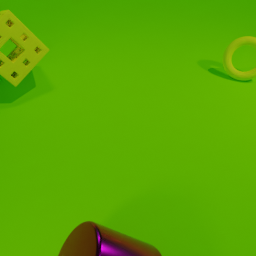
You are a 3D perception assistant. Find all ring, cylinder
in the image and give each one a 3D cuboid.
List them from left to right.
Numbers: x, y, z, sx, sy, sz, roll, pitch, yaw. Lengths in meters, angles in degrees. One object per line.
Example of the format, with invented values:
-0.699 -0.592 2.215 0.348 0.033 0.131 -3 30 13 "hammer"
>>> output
-0.278 2.115 3.999 1.214 1.214 1.214 31 38 -25 "cylinder"
3.644 -2.156 8.719 1.335 1.335 0.267 17 17 16 "ring"

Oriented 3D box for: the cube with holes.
-3.387 -2.270 7.929 1.397 1.397 1.397 -50 36 -5 "cube with holes"
